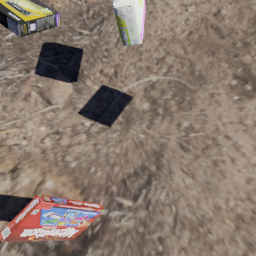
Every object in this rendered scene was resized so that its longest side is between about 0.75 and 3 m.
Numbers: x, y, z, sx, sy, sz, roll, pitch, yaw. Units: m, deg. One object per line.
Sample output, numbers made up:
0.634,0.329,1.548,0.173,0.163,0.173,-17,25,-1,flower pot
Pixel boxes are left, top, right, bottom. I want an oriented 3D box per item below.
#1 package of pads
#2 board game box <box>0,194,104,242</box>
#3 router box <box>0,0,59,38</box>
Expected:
0.065,-2.983,6.711,0.545,1.235,1.598,-2,61,12,package of pads
-1.076,1.433,4.333,0.808,1.570,0.153,-44,58,7,board game box
-1.838,-1.998,4.857,1.035,0.270,0.814,35,48,21,router box
